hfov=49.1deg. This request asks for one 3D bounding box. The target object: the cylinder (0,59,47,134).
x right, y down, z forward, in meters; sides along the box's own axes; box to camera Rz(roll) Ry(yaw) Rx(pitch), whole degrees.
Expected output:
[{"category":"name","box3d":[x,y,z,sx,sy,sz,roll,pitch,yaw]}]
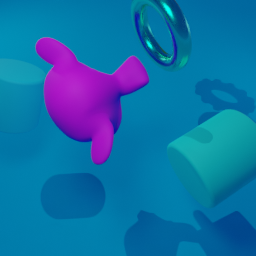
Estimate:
[{"category":"cylinder","box3d":[-2.149,-0.606,5.272,1.060,1.060,1.060,16,27,-9]}]

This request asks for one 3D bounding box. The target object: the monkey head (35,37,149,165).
[{"category":"monkey head","box3d":[-0.474,-0.520,4.079,1.424,1.193,1.979,-33,80,24]}]

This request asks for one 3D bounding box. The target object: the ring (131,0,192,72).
[{"category":"ring","box3d":[0.428,-1.318,3.822,0.239,1.195,1.195,-32,58,-13]}]

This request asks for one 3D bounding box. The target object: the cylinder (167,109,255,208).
[{"category":"cylinder","box3d":[1.460,0.488,4.604,1.199,1.199,1.199,-30,57,-11]}]
